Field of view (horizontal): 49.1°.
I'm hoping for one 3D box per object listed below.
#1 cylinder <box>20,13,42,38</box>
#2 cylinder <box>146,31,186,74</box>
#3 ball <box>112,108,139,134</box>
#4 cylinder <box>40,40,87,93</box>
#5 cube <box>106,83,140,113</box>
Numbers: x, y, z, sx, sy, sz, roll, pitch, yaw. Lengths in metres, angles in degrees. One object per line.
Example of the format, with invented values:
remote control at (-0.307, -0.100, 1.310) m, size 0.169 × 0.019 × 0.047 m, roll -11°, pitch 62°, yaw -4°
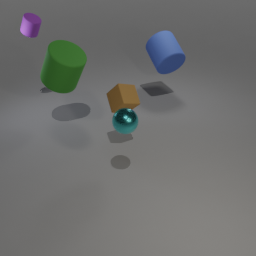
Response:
cylinder at (-3.922, -4.145, 11.307) m, size 0.700 × 0.700 × 0.700 m, roll 19°, pitch 44°, yaw -19°
cylinder at (1.698, -3.425, 12.775) m, size 1.400 × 1.400 × 1.400 m, roll -14°, pitch 66°, yaw -21°
ball at (-0.072, -0.184, 7.389) m, size 0.700 × 0.700 × 0.700 m, roll 0°, pitch 32°, yaw 0°
cylinder at (-2.382, -2.236, 10.293) m, size 1.400 × 1.400 × 1.400 m, roll 16°, pitch 47°, yaw -18°
cube at (-0.152, -0.938, 8.969) m, size 0.700 × 0.700 × 0.700 m, roll -2°, pitch 69°, yaw -41°
